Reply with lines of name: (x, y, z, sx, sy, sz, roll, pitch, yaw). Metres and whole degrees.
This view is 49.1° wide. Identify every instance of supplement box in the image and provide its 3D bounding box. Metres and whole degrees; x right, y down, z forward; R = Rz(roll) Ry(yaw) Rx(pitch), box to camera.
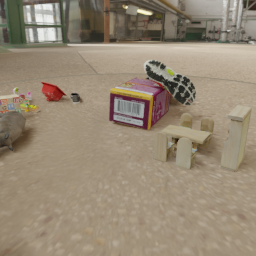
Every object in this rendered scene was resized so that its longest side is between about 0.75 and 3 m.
supplement box: (0.544, -1.065, 11.139, 1.671, 1.317, 2.552, 13, 25, 23)

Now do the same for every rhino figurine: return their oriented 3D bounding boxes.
rhino figurine: (-3.975, 0.114, 8.985, 1.154, 0.789, 2.639, -4, 24, -10)

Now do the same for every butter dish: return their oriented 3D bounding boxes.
butter dish: (-3.717, -1.651, 13.569, 1.066, 0.788, 1.063, 17, -14, 25)

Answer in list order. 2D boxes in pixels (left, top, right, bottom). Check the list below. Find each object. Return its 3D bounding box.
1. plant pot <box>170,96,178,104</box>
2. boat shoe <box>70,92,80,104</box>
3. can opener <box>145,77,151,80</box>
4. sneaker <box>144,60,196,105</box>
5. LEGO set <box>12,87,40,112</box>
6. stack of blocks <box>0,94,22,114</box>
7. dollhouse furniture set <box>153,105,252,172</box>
plant pot: (2.173, -1.436, 12.997, 1.165, 0.538, 1.165, -19, 7, 3)
boat shoe: (-2.579, -1.573, 13.766, 0.472, 0.403, 1.413, -6, 22, -14)
can opener: (0.836, -2.327, 15.630, 0.648, 0.804, 2.045, 48, 40, 8)
sneaker: (1.586, -1.776, 10.592, 2.350, 0.905, 0.998, 38, 4, -10)
LEGO set: (-4.673, -1.305, 12.528, 0.998, 0.807, 2.169, -11, 24, -26)
stack of blocks: (-5.029, -0.699, 10.806, 1.641, 0.945, 0.481, -13, 25, -31)
dollhouse furniture set: (2.121, 0.078, 8.021, 2.303, 1.530, 2.019, 13, 25, 30)
